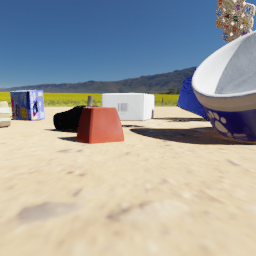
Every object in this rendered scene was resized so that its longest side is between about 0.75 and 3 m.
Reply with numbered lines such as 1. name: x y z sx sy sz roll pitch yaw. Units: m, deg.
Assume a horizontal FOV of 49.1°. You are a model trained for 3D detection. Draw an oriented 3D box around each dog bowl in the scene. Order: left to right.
1. dog bowl: 2.952 -1.077 5.977 2.958 1.165 2.958 -26 26 14

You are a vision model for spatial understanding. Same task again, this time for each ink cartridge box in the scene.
1. ink cartridge box: -4.300 -0.991 12.197 1.876 1.280 0.716 4 10 37

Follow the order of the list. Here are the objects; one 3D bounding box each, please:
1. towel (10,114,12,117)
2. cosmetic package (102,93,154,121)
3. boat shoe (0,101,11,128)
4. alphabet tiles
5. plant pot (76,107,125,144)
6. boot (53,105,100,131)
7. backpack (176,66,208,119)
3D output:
1. towel: -6.849 -0.593 13.552 1.605 0.254 2.234 3 7 39
2. cosmetic package: 0.051 -0.965 12.649 1.903 1.173 1.909 2 4 17
3. boat shoe: -5.000 -0.529 8.870 2.608 0.993 0.934 0 5 0
4. alphabet tiles: 2.814 -2.940 7.420 0.105 1.444 1.413 -20 38 -14
5. plant pot: -0.583 -0.086 5.812 0.792 0.698 0.791 -3 6 -30
6. boot: -0.961 -0.308 7.908 1.884 0.719 1.583 -4 6 41
7. backpack: 3.963 -1.511 12.242 2.719 2.282 2.210 -2 29 -42
